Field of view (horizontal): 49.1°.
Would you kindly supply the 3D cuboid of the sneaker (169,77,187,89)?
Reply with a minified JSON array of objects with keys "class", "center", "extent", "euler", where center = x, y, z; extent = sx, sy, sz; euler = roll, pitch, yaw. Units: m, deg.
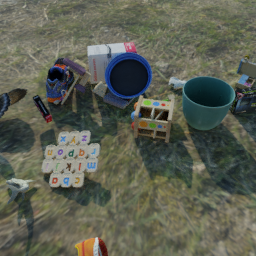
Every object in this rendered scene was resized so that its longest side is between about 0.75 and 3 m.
[{"class":"sneaker","center":[2.433,-1.975,13.083],"extent":[1.112,0.416,0.554],"euler":[20,68,18]}]

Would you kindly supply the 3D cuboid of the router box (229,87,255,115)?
[{"class":"router box","center":[5.050,-1.159,11.746],"extent":[1.367,1.024,0.425],"euler":[-10,45,-9]}]

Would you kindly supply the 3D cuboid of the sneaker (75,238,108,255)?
[{"class":"sneaker","center":[-0.923,4.016,6.940],"extent":[0.938,0.887,2.431],"euler":[-22,42,11]}]

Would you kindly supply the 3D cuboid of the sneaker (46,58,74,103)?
[{"class":"sneaker","center":[-3.150,-2.461,12.952],"extent":[1.096,1.141,2.909],"euler":[-2,45,-4]}]

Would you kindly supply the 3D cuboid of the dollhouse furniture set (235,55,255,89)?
[{"class":"dollhouse furniture set","center":[5.813,-2.533,12.763],"extent":[1.433,1.518,0.991],"euler":[26,51,23]}]

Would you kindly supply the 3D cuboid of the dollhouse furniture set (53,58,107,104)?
[{"class":"dollhouse furniture set","center":[-2.258,-1.832,12.794],"extent":[2.140,1.917,2.701],"euler":[31,14,-12]}]

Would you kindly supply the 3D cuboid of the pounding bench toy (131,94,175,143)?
[{"class":"pounding bench toy","center":[1.003,-0.619,11.081],"extent":[1.525,1.215,1.956],"euler":[9,46,9]}]

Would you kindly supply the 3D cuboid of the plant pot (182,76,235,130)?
[{"class":"plant pot","center":[3.029,-0.853,11.075],"extent":[1.932,1.550,1.932],"euler":[0,45,0]}]

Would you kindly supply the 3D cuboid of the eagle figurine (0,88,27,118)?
[{"class":"eagle figurine","center":[-5.357,-0.970,10.865],"extent":[2.364,1.784,1.794],"euler":[10,70,-3]}]

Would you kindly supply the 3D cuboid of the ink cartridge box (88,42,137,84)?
[{"class":"ink cartridge box","center":[-0.744,-3.050,13.199],"extent":[2.202,1.594,0.928],"euler":[-6,47,-6]}]

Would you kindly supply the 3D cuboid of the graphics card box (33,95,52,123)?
[{"class":"graphics card box","center":[-3.379,-0.743,11.085],"extent":[0.268,0.662,1.054],"euler":[-31,87,-18]}]

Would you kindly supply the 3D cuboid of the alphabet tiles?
[{"class":"alphabet tiles","center":[-1.959,1.048,9.626],"extent":[2.052,0.150,2.007],"euler":[-3,64,14]}]

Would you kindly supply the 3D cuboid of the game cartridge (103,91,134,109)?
[{"class":"game cartridge","center":[-0.188,-1.586,12.699],"extent":[1.118,0.331,1.725],"euler":[20,49,24]}]

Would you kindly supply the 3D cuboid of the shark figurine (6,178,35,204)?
[{"class":"shark figurine","center":[-3.368,2.006,8.818],"extent":[0.936,0.654,1.567],"euler":[6,0,-22]}]

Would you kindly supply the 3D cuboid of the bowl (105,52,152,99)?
[{"class":"bowl","center":[0.027,-2.241,12.174],"extent":[2.056,0.404,2.056],"euler":[-1,80,6]}]
